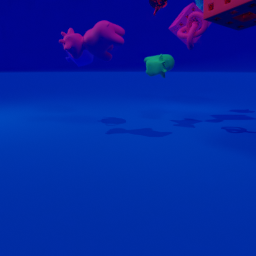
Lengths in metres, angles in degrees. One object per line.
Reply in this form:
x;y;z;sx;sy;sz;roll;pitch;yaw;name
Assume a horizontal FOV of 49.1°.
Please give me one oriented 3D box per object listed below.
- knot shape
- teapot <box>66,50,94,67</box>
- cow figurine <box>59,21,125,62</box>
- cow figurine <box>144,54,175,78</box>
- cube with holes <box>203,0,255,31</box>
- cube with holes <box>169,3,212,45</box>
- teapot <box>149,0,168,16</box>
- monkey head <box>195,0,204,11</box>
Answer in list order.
1.947;-2.955;8.338;0.490;0.992;1.061;13;49;-23;knot shape
-1.796;-2.663;9.973;0.895;1.137;1.829;-38;-10;-1;teapot
-1.075;-2.574;8.120;1.566;0.874;1.592;20;-34;-26;cow figurine
1.139;-2.159;9.585;1.424;0.782;1.401;-20;19;-27;cow figurine
2.495;-2.948;5.883;1.243;1.243;1.243;0;1;-33;cube with holes
2.330;-3.880;10.555;0.994;0.994;0.994;38;6;-12;cube with holes
1.017;-4.423;9.782;0.688;1.107;0.542;17;-27;-27;teapot
2.925;-4.962;11.922;1.482;1.066;0.893;-20;11;-24;monkey head
